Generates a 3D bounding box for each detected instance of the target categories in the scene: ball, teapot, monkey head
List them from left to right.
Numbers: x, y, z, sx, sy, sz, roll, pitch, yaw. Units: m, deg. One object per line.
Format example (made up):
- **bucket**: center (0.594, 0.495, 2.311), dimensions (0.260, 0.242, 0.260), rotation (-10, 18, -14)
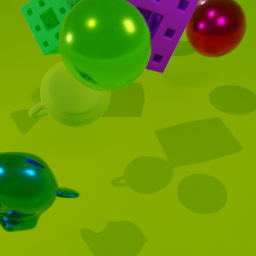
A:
- **monkey head**: center (-1.495, 0.751, 3.779), dimensions (0.949, 1.575, 1.133), rotation (-57, 23, -8)
- **teapot**: center (-0.801, -0.561, 4.683), dimensions (1.795, 0.879, 1.116), rotation (-24, 83, -12)
- **ball**: center (-0.251, -0.942, 3.177), dimensions (1.040, 1.040, 1.040), rotation (0, 47, 0)
- **ball**: center (2.076, -2.388, 6.667), dimensions (1.386, 1.386, 1.386), rotation (0, 47, 0)

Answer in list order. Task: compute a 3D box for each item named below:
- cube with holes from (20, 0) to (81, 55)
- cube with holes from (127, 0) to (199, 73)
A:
- **cube with holes**: center (-1.489, -2.496, 6.522), dimensions (1.124, 1.124, 1.124), rotation (-22, 8, 26)
- **cube with holes**: center (0.082, -1.894, 4.537), dimensions (1.295, 1.295, 1.295), rotation (8, 37, -25)
